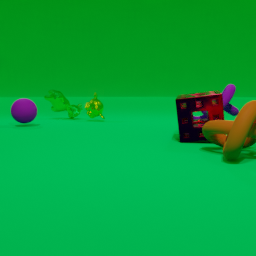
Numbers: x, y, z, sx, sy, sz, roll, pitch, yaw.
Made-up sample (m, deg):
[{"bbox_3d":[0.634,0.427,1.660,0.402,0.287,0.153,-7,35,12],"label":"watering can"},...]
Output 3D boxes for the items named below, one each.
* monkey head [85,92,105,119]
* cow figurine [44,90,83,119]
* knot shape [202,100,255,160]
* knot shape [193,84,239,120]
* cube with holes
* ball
[{"bbox_3d":[-1.185,-0.731,10.564,0.669,1.110,0.799,-24,-16,18],"label":"monkey head"},{"bbox_3d":[-2.534,-0.955,11.209,1.297,1.319,0.724,7,52,28],"label":"cow figurine"},{"bbox_3d":[2.029,-0.049,4.542,1.419,0.701,1.516,-24,-7,2],"label":"knot shape"},{"bbox_3d":[2.212,-0.581,7.652,1.488,0.735,1.590,-14,-13,16],"label":"knot shape"},{"bbox_3d":[1.576,-0.273,6.121,0.924,0.924,0.924,-5,10,15],"label":"cube with holes"},{"bbox_3d":[-3.299,-0.543,8.900,0.801,0.801,0.801,0,7,0],"label":"ball"}]
